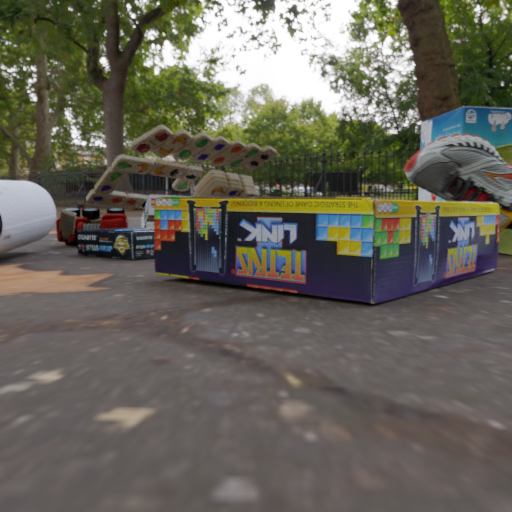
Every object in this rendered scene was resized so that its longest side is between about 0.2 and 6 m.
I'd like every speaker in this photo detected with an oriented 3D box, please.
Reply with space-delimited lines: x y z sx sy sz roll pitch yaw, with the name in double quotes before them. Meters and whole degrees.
"speaker" -4.341 -0.662 9.359 1.259 1.259 3.100 -1 8 -6

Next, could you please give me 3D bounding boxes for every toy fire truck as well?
"toy fire truck" -3.601 -0.621 12.079 1.515 1.107 1.721 0 16 -7

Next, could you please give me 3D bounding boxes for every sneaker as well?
"sneaker" 3.947 -1.124 9.565 3.014 1.238 1.173 15 -36 -13

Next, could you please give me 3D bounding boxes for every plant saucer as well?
"plant saucer" 4.971 -1.025 10.578 2.457 2.457 0.382 2 -27 20

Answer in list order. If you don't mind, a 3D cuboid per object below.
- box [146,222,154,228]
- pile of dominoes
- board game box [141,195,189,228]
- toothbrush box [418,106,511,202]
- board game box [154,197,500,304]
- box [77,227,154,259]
"box" -1.951 -0.493 12.404 0.484 0.581 1.415 -1 2 11
"pile of dominoes" -1.644 -1.748 13.522 3.918 0.624 3.054 2 -30 -41
"board game box" -1.882 -0.942 14.189 1.895 0.519 3.001 1 -7 -14
"toothbrush box" 4.533 -1.641 12.303 1.223 2.868 2.100 0 5 -7
"board game box" 1.003 -0.227 6.985 2.912 0.999 3.523 7 8 40
"box" -1.956 -0.263 10.289 1.635 0.473 2.057 4 7 41
